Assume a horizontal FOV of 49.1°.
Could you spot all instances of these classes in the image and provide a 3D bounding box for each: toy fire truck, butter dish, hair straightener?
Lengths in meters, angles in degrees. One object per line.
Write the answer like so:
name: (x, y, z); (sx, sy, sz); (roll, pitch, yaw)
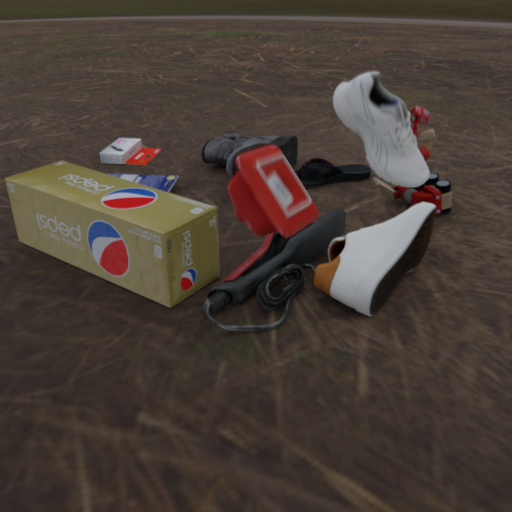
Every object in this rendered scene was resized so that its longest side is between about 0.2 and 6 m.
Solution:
toy fire truck: (2.972, -1.222, 10.817); (1.270, 0.817, 1.118); (-18, 32, -8)
butter dish: (0.065, -0.595, 6.015); (0.713, 0.965, 0.962); (-31, 1, 34)
toy fire truck: (3.200, -2.363, 10.935); (0.738, 1.046, 0.255); (17, 50, -3)
hair straightener: (0.490, 0.107, 8.311); (1.328, 0.706, 3.453); (18, 34, 31)

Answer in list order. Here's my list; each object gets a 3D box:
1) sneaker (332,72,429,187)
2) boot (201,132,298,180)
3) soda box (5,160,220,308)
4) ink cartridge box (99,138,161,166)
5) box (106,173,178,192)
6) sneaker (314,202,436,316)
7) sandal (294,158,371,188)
sneaker: (2.069, -1.938, 8.795); (0.773, 2.075, 0.904); (-48, 12, -25)
boot: (-0.428, -2.126, 12.356); (1.918, 1.017, 2.913); (10, 19, 24)
soda box: (-2.330, -0.482, 8.855); (3.626, 1.228, 1.160); (19, 34, 30)
ink cartridge box: (-3.039, -2.550, 13.658); (1.105, 0.277, 1.273); (4, 29, 9)
box: (-2.481, -1.415, 11.578); (1.605, 0.260, 0.972); (2, 29, 6)
sneaker: (1.851, -0.207, 8.560); (1.189, 1.022, 2.808); (21, 36, 29)
sandal: (1.513, -1.888, 12.198); (2.079, 0.498, 0.781); (-11, 30, -19)
